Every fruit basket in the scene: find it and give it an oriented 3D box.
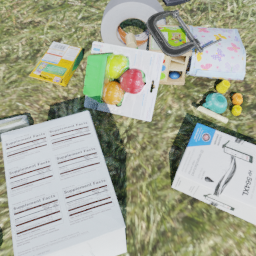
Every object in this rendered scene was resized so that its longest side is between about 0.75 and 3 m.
[{"bbox_3d":[-0.194,-1.637,9.840,2.571,2.382,1.205,11,15,7],"label":"fruit basket"}]

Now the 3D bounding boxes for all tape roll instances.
[{"bbox_3d":[0.220,-3.934,10.924,2.495,2.495,0.824,4,53,3],"label":"tape roll"}]

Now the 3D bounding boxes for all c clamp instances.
[{"bbox_3d":[1.749,-3.263,9.539,1.864,0.296,2.182,-32,73,-8],"label":"c clamp"}]

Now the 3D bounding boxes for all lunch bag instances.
[{"bbox_3d":[3.209,-2.705,10.743,2.046,1.534,2.413,3,47,0],"label":"lunch bag"}]

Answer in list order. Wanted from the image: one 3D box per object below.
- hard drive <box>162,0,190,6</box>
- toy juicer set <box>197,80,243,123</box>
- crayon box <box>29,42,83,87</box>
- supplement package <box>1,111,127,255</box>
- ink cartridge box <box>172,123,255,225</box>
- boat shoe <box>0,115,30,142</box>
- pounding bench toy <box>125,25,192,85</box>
[{"bbox_3d":[2.363,-6.464,13.900,1.373,0.291,0.926,-17,59,-11],"label":"hard drive"},{"bbox_3d":[3.376,-0.762,10.097,1.290,0.552,2.028,42,60,7],"label":"toy juicer set"},{"bbox_3d":[-2.804,-2.455,11.136,1.306,0.536,2.078,16,58,10],"label":"crayon box"},{"bbox_3d":[-1.488,1.742,7.011,2.179,2.833,2.963,-16,58,-10],"label":"supplement package"},{"bbox_3d":[2.931,1.307,8.321,2.684,1.131,1.959,21,59,13],"label":"ink cartridge box"},{"bbox_3d":[-4.333,0.034,9.447,1.946,0.717,0.624,-16,52,-15],"label":"boat shoe"},{"bbox_3d":[1.040,-2.662,10.504,2.318,1.808,1.440,3,56,1],"label":"pounding bench toy"}]
